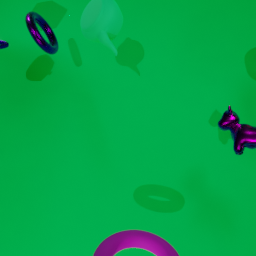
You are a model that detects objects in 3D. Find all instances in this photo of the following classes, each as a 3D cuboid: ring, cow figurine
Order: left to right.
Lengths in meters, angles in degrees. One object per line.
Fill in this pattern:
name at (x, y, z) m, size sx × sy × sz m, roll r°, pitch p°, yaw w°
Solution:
ring at (-2.069, -2.298, 6.802) m, size 0.219 × 1.095 × 1.095 m, roll -25°, pitch 68°, yaw 14°
ring at (0.136, 1.919, 3.854) m, size 1.301 × 0.260 × 1.301 m, roll 5°, pitch 23°, yaw -2°
cow figurine at (2.276, 0.046, 5.496) m, size 0.988 × 0.542 × 0.972 m, roll 0°, pitch 76°, yaw 25°

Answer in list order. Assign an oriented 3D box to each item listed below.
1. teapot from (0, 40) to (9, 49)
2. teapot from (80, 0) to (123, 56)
teapot at (-3.178, -1.663, 5.896) m, size 0.722 × 0.917 × 1.474 m, roll 28°, pitch 37°, yaw 19°
teapot at (-0.483, -2.134, 5.750) m, size 0.946 × 0.745 × 1.522 m, roll -32°, pitch 54°, yaw 34°
